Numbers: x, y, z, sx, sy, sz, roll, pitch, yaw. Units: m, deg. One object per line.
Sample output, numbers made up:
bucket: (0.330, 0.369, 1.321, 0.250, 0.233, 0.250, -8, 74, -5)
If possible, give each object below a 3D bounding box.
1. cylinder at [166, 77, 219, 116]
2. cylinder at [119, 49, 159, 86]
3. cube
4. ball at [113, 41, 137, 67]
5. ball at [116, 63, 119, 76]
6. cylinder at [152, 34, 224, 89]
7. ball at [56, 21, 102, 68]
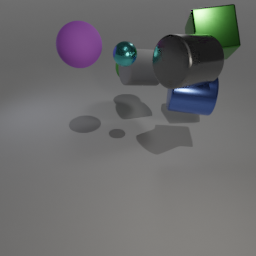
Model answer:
cylinder: (2.062, -1.177, 9.163, 1.400, 1.400, 1.400, 7, 30, 1)
cylinder: (0.505, -2.373, 11.000, 1.400, 1.400, 1.400, -3, 29, -21)
cube: (2.806, -3.129, 9.514, 1.400, 1.400, 1.400, -7, -4, 2)
ball: (-0.084, -2.102, 7.966, 0.700, 0.700, 0.700, 0, 30, 0)
ball: (0.147, -2.709, 12.411, 1.400, 1.400, 1.400, 0, 30, 0)
cylinder: (1.629, -1.824, 7.641, 1.400, 1.400, 1.400, -13, 32, -35)
ball: (-1.498, -2.551, 8.607, 1.400, 1.400, 1.400, 0, 30, 0)
